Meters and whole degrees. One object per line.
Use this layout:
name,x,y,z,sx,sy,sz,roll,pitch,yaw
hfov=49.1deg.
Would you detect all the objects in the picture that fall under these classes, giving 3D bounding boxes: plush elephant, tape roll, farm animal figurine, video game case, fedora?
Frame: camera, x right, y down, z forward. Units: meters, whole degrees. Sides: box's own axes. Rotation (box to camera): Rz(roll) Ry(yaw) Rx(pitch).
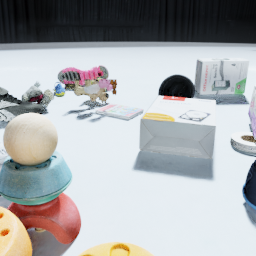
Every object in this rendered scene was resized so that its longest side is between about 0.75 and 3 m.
plush elephant,-3.205,-1.055,10.117,0.901,0.959,1.164,33,56,-10
tape roll,3.142,0.349,7.167,1.010,0.185,1.010,1,20,0
farm animal figurine,-1.180,-1.370,10.567,1.517,0.945,1.878,3,10,13
video game case,-0.298,-0.594,9.773,1.395,0.122,0.998,13,24,30
fedora,1.730,-1.201,10.093,1.408,1.408,0.643,2,-16,5

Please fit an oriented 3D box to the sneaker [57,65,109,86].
sneaker,-2.276,-2.523,14.116,2.531,1.000,1.207,-6,-1,-17

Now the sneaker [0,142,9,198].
sneaker,-2.420,0.952,4.259,1.680,1.099,2.924,-9,19,-17

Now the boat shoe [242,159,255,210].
boat shoe,2.915,1.170,3.985,2.607,0.895,1.097,17,26,38

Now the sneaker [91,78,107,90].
sneaker,-1.424,-2.125,13.264,1.379,0.527,0.520,9,24,23

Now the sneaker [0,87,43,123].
sneaker,-4.011,-0.831,8.924,2.565,1.160,0.852,2,22,5

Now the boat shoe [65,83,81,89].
boat shoe,-2.568,-1.956,13.195,0.789,0.283,0.300,10,-3,-1

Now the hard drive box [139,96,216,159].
hard drive box,1.402,-0.124,7.469,1.757,0.866,2.255,6,21,14

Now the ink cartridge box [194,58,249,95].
ink cartridge box,4.053,-2.261,12.278,2.039,1.488,0.857,-2,22,-3

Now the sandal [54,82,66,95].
sandal,-3.039,-1.743,12.356,0.420,0.460,1.057,-12,25,-27

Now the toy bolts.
toy bolts,-0.911,0.938,3.230,2.552,1.853,2.672,-3,21,-9

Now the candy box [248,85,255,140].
candy box,4.789,-0.269,7.378,2.802,1.002,2.350,11,22,16
